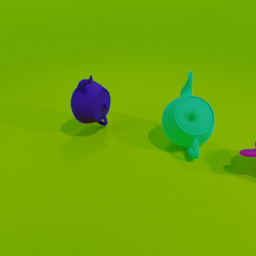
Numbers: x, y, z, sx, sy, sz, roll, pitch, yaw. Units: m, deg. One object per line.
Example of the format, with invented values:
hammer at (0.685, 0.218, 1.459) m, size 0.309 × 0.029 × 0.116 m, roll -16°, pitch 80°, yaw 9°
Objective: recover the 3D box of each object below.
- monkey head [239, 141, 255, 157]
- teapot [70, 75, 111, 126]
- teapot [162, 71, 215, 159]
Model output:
monkey head at (3.139, 0.378, 5.451) m, size 1.676 × 1.010 × 1.206 m, roll -34°, pitch 13°, yaw 14°
teapot at (-0.877, -0.669, 7.047) m, size 0.884 × 1.804 × 1.122 m, roll 13°, pitch 55°, yaw 25°
teapot at (1.464, -0.279, 6.590) m, size 1.279 × 1.008 × 2.058 m, roll 0°, pitch 74°, yaw -7°
